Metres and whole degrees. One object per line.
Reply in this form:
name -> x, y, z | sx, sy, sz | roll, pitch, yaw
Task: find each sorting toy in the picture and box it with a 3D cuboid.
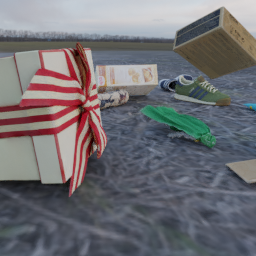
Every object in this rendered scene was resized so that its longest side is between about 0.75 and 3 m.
sorting toy -> 2.933, 0.905, 6.010 | 1.335, 0.196, 0.987 | -7, 15, -9

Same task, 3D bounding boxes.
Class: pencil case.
pencil case -> -0.839, -1.172, 11.352 | 1.722, 0.670, 0.770 | -16, 27, -38

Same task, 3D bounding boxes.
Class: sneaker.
sneaker -> 2.707, -2.348, 14.727 | 1.982, 0.695, 1.075 | -13, 17, -16
sneaker -> 3.189, -1.699, 12.166 | 2.539, 1.140, 0.851 | 13, 23, 34

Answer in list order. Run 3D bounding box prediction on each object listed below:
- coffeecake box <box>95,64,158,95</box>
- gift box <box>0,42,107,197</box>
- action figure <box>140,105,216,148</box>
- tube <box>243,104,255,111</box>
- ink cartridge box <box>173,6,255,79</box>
coffeecake box -> -0.171, -2.082, 12.551 | 2.568, 0.938, 1.971 | -4, -5, -10
gift box -> -1.958, -0.224, 5.823 | 2.706, 2.674, 2.898 | -4, 20, 13
action figure -> 1.570, -0.046, 8.134 | 1.382, 0.640, 2.339 | -12, 29, -34
tube -> 5.094, -0.729, 10.532 | 0.663, 0.431, 1.711 | 9, 14, -13
ink cartridge box -> 2.027, -1.842, 6.381 | 1.573, 0.591, 1.296 | 24, -22, -35
